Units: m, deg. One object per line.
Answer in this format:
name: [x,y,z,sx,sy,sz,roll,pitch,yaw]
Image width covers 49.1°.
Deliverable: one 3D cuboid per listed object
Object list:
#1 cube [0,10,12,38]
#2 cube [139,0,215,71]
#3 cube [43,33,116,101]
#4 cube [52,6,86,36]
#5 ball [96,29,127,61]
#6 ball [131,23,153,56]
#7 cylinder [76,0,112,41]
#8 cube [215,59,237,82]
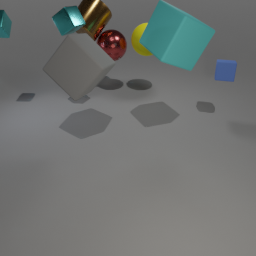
cube: [-4.670,-3.712,10.005,0.700,0.700,0.700,1,76,1]
cube: [1.478,-2.822,8.640,1.400,1.400,1.400,6,35,-38]
cube: [-1.481,-1.941,8.774,1.400,1.400,1.400,44,23,-5]
cube: [-2.045,-3.725,9.722,0.700,0.700,0.700,-19,14,35]
ball: [-0.745,-3.759,12.769,1.400,1.400,1.400,0,32,0]
ball: [0.840,-3.922,12.442,1.400,1.400,1.400,0,32,0]
cylinder: [-1.639,-4.739,12.170,1.400,1.400,1.400,30,85,39]
cube: [3.728,-2.209,10.730,0.700,0.700,0.700,8,22,14]
